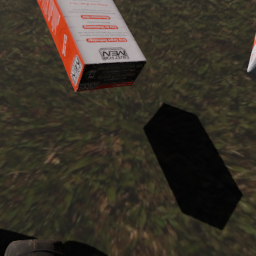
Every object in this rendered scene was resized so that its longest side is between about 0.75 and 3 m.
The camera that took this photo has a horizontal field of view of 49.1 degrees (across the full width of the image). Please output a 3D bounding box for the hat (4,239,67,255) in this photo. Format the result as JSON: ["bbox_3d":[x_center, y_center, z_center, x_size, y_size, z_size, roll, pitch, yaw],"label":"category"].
[{"bbox_3d":[-1.110,1.646,3.261,1.547,1.547,0.624,-10,49,-5],"label":"hat"}]

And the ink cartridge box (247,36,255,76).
[{"bbox_3d":[2.747,-2.085,4.927,0.485,1.933,1.568,18,54,14],"label":"ink cartridge box"}]

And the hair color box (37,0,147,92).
[{"bbox_3d":[-0.886,-2.198,6.086,1.429,0.862,2.816,-11,64,-31],"label":"hair color box"}]
